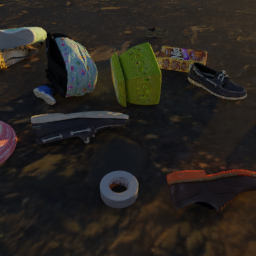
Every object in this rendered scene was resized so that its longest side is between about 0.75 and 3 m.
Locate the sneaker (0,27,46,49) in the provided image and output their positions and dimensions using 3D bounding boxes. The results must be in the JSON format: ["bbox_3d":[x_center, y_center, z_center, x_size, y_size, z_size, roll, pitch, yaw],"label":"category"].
[{"bbox_3d":[-5.241,-4.255,13.440,2.691,0.990,1.587,-1,20,16],"label":"sneaker"}]

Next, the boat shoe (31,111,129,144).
[{"bbox_3d":[-1.387,-0.015,8.390,2.847,0.893,1.034,-4,9,-12],"label":"boat shoe"}]

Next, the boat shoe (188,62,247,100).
[{"bbox_3d":[3.304,-1.782,10.431,2.382,0.747,0.865,32,49,33],"label":"boat shoe"}]

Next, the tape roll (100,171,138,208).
[{"bbox_3d":[-0.215,1.482,6.816,0.923,0.305,0.923,0,39,0],"label":"tape roll"}]

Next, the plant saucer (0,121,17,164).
[{"bbox_3d":[-4.382,0.392,7.940,2.248,0.570,2.248,-1,40,0],"label":"plant saucer"}]

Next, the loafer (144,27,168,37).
[{"bbox_3d":[1.473,-5.008,14.606,1.240,0.432,0.466,-7,40,-8],"label":"loafer"}]

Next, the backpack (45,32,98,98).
[{"bbox_3d":[-2.105,-2.171,10.141,1.476,1.946,2.331,-14,47,-23],"label":"backpack"}]

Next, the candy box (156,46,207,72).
[{"bbox_3d":[2.292,-2.924,11.981,1.995,0.563,1.164,10,41,15],"label":"candy box"}]

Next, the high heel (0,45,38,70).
[{"bbox_3d":[-4.784,-3.064,11.942,1.510,0.757,2.119,-7,31,2],"label":"high heel"}]

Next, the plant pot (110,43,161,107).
[{"bbox_3d":[0.214,-1.735,9.566,1.439,1.578,1.586,-11,56,-4],"label":"plant pot"}]

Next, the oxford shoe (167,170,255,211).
[{"bbox_3d":[2.152,1.492,6.599,2.500,0.890,0.907,0,70,-8],"label":"oxford shoe"}]

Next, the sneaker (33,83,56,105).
[{"bbox_3d":[-2.812,-1.268,10.045,1.163,0.447,0.647,26,54,37],"label":"sneaker"}]
